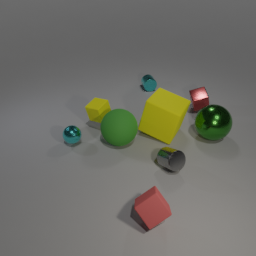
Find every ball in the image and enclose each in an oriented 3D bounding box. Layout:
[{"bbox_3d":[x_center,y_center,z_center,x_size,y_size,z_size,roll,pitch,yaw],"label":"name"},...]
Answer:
[{"bbox_3d":[3.289,-0.211,10.809,1.400,1.400,1.400,0,32,0],"label":"ball"},{"bbox_3d":[-0.331,-0.025,10.500,1.400,1.400,1.400,0,32,0],"label":"ball"},{"bbox_3d":[-2.101,0.246,10.519,0.700,0.700,0.700,0,32,0],"label":"ball"}]

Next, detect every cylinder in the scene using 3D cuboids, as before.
[{"bbox_3d":[1.116,-2.399,14.895,0.700,0.700,0.700,-6,33,-9],"label":"cylinder"},{"bbox_3d":[1.436,1.027,9.329,0.700,0.700,0.700,-17,15,-25],"label":"cylinder"}]

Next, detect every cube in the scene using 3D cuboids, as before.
[{"bbox_3d":[-1.174,-0.709,11.240,0.700,0.700,0.700,14,47,32],"label":"cube"},{"bbox_3d":[3.201,-1.307,12.571,0.700,0.700,0.700,-15,52,8],"label":"cube"},{"bbox_3d":[1.422,-0.499,10.988,1.400,1.400,1.400,26,38,14],"label":"cube"},{"bbox_3d":[0.647,2.080,7.397,0.700,0.700,0.700,-36,2,5],"label":"cube"}]
